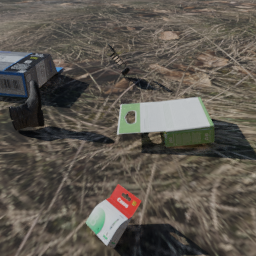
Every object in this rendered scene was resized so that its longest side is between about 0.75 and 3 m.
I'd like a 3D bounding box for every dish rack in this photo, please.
[{"bbox_3d":[-0.387,-2.422,9.965,0.342,1.255,0.963,-38,9,4],"label":"dish rack"}]

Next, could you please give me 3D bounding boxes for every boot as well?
[{"bbox_3d":[-2.605,-0.562,7.086,0.830,1.261,0.440,-7,13,-15],"label":"boot"}]

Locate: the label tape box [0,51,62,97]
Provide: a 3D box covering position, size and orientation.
[{"bbox_3d":[-3.882,-2.151,10.036,2.092,0.918,2.902,6,32,9],"label":"label tape box"}]

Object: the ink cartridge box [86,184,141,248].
[{"bbox_3d":[-0.243,1.350,4.460,0.660,0.205,0.820,24,81,49],"label":"ink cartridge box"}]

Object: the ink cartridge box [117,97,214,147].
[{"bbox_3d":[0.907,-0.160,7.161,2.231,0.535,1.623,-7,30,6],"label":"ink cartridge box"}]
